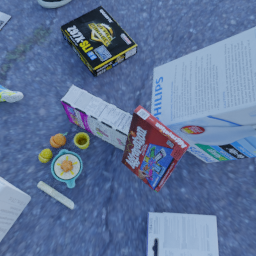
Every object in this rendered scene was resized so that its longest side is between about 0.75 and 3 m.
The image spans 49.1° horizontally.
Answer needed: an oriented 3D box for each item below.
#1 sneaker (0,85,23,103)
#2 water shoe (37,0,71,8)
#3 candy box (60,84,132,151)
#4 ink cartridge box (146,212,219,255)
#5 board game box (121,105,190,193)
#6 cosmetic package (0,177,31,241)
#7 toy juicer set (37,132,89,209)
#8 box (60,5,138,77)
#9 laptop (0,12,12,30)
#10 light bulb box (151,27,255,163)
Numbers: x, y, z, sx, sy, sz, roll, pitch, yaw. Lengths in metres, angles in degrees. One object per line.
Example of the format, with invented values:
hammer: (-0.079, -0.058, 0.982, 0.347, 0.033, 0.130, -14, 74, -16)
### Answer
sneaker: (-3.813, -1.107, 8.567, 1.188, 0.450, 0.624, -7, 67, -2)
water shoe: (-2.111, -5.318, 10.030, 2.697, 1.064, 0.964, -32, 70, -13)
candy box: (-0.718, -0.215, 7.631, 2.027, 1.382, 0.618, 29, 70, 10)
ink cartridge box: (1.313, 2.989, 6.859, 1.746, 0.378, 1.714, 3, 67, 3)
board game box: (0.481, 0.607, 6.308, 1.255, 2.438, 0.237, 40, 62, 16)
cosmetic package: (-3.908, 1.970, 6.446, 1.894, 1.905, 2.277, 29, 71, 11)
toy juicer set: (-1.874, 1.021, 7.595, 1.314, 0.562, 2.066, 10, 68, 4)
box: (-0.980, -2.916, 9.312, 1.695, 0.524, 2.123, -33, 71, -12)
laptop: (-4.879, -3.846, 9.623, 1.079, 0.668, 1.152, 25, 69, 10)
light bulb box: (2.407, -0.491, 6.449, 2.765, 2.740, 1.725, -15, 59, 40)
